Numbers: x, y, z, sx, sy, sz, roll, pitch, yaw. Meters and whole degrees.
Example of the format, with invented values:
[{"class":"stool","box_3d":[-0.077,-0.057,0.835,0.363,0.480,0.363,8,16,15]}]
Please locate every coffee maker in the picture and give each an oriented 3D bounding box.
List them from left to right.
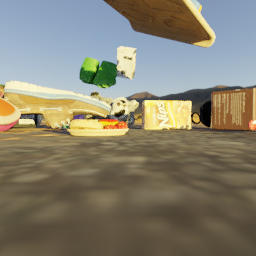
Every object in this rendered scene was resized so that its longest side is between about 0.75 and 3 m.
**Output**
[{"class":"coffee maker","box_3d":[2.796,-0.366,7.968,1.419,0.995,1.478,-30,9,-15]}]

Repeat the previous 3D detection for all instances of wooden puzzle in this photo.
[{"class":"wooden puzzle","box_3d":[0.498,-2.930,6.388,2.650,0.662,2.861,25,3,32]}]

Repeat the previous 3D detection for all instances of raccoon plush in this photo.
[{"class":"raccoon plush","box_3d":[-0.632,-0.686,11.867,1.968,1.421,2.937,8,1,-2]}]

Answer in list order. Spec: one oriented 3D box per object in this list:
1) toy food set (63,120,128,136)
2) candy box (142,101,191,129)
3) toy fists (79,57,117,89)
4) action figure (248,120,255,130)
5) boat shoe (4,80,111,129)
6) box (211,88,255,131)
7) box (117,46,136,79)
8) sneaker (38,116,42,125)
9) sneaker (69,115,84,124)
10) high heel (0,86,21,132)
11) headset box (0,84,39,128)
[{"class":"toy food set","box_3d":[-0.462,-0.011,4.095,0.923,0.225,0.914,-1,2,-25]},{"class":"candy box","box_3d":[0.966,-0.326,7.080,1.230,0.710,0.340,0,1,-14]},{"class":"toy fists","box_3d":[-1.433,-2.560,13.371,2.405,1.226,0.827,22,-2,37]},{"class":"action figure","box_3d":[2.570,-0.049,4.425,1.318,0.341,0.431,-3,4,2]},{"class":"boat shoe","box_3d":[-1.740,-0.456,6.944,2.582,0.935,0.933,10,-3,-3]},{"class":"box","box_3d":[2.579,-0.393,6.301,0.894,0.885,1.078,-1,2,-35]},{"class":"box","box_3d":[-0.075,-2.600,11.193,0.692,1.187,0.357,15,35,15]},{"class":"sneaker","box_3d":[-4.731,-0.436,12.249,1.843,0.691,0.830,-1,-5,-14]},{"class":"sneaker","box_3d":[-3.224,-0.721,15.595,1.020,1.122,2.537,1,2,-34]},{"class":"high heel","box_3d":[-3.149,-0.128,6.045,0.995,1.419,2.952,35,1,-29]},{"class":"headset box","box_3d":[-4.543,-0.637,8.789,2.704,1.254,2.354,1,2,44]}]
